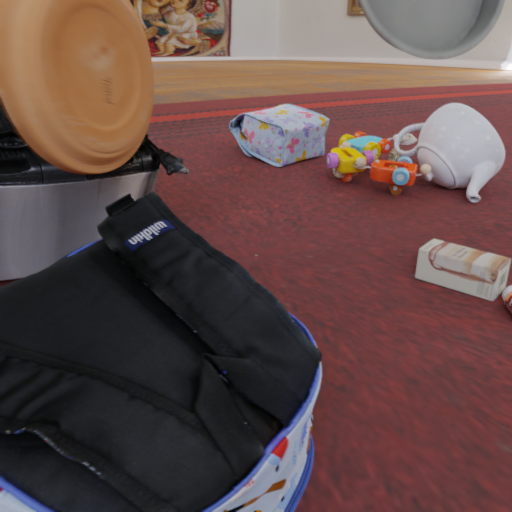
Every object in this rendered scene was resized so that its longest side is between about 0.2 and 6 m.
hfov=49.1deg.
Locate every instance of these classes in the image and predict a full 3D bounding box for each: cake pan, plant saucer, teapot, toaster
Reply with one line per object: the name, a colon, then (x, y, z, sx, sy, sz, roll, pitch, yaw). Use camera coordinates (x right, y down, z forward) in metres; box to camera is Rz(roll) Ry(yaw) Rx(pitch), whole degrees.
cake pan: (1.744, -2.817, 5.714, 1.660, 1.660, 0.304, -5, 4, -11)
plant saucer: (-1.727, -1.937, 5.846, 0.348, 2.155, 2.155, 5, 24, 27)
teapot: (4.006, -2.113, 11.663, 1.426, 1.927, 1.952, -39, 3, 0)
toaster: (-3.210, -1.331, 7.997, 3.020, 1.982, 3.340, -12, 49, -36)

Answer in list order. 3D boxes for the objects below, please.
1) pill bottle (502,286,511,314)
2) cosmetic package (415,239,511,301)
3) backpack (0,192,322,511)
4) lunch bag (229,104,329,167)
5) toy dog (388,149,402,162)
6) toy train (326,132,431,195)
pill bottle: (3.263, 0.598, 6.900, 0.313, 0.313, 0.547, 0, 24, 1)
cosmetic package: (2.817, 0.170, 7.669, 1.091, 0.476, 0.564, 17, 29, 34)
backpack: (-0.861, 1.061, 3.788, 2.483, 2.008, 2.607, 17, 41, 35)
lunch bag: (0.554, -3.124, 14.231, 1.695, 1.270, 1.998, -23, 42, -38)
toy dog: (3.503, -2.512, 13.928, 0.382, 0.370, 0.267, -19, 17, -25)
toy train: (2.680, -1.999, 12.329, 2.136, 0.791, 2.844, 7, 28, 13)
